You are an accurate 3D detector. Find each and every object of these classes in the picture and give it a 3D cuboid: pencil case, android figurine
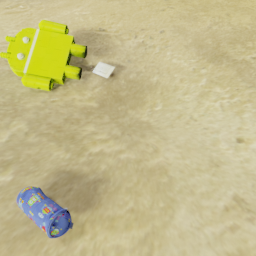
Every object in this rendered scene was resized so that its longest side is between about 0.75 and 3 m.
[{"bbox_3d":[-1.875,1.829,6.253,1.534,0.599,0.666,20,62,40],"label":"pencil case"},{"bbox_3d":[-3.033,-2.633,10.074,2.956,0.607,2.691,13,74,-1],"label":"android figurine"}]

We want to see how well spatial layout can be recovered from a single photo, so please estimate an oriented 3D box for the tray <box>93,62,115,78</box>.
[{"bbox_3d":[-0.922,-2.166,10.297,0.949,0.105,0.510,29,83,42],"label":"tray"}]
